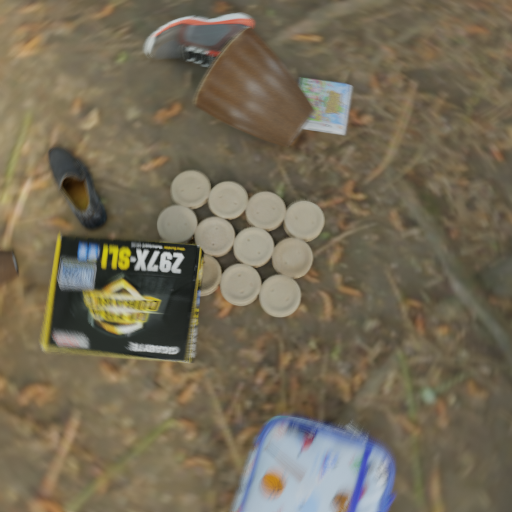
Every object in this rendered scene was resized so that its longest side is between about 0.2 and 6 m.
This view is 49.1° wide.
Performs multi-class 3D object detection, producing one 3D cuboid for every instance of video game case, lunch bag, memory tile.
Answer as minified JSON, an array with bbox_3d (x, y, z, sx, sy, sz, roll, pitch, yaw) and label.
[{"bbox_3d":[1.308,-2.954,11.041,0.989,0.120,1.087,9,73,3],"label":"video game case"},{"bbox_3d":[0.837,3.913,8.476,2.306,1.087,2.877,18,76,5],"label":"lunch bag"},{"bbox_3d":[-0.401,-0.241,10.168,2.932,0.246,2.247,16,74,4],"label":"memory tile"}]

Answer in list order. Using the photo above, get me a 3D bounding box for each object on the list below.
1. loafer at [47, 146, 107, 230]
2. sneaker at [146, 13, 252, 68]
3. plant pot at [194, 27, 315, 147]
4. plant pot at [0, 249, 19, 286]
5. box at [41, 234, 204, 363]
[{"bbox_3d":[-3.343,-1.356,10.279,0.664,0.659,1.824,-34,75,-8],"label":"loafer"},{"bbox_3d":[-1.058,-4.130,11.055,2.174,0.838,0.890,-14,80,-3],"label":"sneaker"},{"bbox_3d":[0.116,-2.918,10.359,1.840,1.720,1.720,37,77,-2],"label":"plant pot"},{"bbox_3d":[-4.717,0.239,9.752,1.008,0.943,0.943,-15,73,-18],"label":"plant pot"},{"bbox_3d":[-2.213,0.727,9.531,2.489,0.614,1.987,5,79,4],"label":"box"}]
